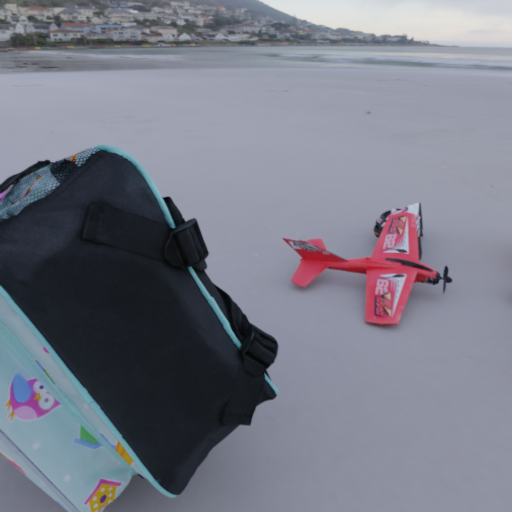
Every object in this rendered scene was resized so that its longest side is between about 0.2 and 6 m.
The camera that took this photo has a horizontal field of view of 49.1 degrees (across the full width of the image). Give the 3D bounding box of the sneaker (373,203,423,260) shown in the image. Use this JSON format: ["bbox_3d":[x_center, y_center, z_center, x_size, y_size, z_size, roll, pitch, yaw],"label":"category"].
[{"bbox_3d":[2.799,-0.438,11.143,0.941,0.876,2.180,-5,13,20],"label":"sneaker"}]

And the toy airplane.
[{"bbox_3d":[1.834,0.183,9.560,2.919,0.537,2.919,0,41,0],"label":"toy airplane"}]

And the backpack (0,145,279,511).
[{"bbox_3d":[-1.788,0.630,5.716,2.630,3.016,3.431,-39,25,-12],"label":"backpack"}]
